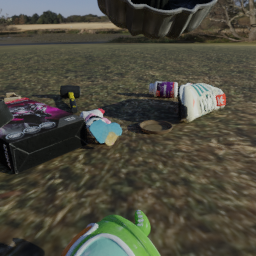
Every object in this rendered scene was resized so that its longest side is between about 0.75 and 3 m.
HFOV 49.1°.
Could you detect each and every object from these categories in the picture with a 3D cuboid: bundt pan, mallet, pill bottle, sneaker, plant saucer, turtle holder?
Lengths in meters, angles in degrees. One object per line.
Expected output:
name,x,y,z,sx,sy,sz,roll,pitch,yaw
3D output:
bundt pan,0.419,-2.253,4.579,2.148,0.806,2.148,4,58,-6
mallet,-1.962,-1.072,10.423,0.810,0.506,2.461,-4,25,-22
pill bottle,1.442,-1.567,11.376,1.109,0.623,0.623,4,20,12
sneaker,2.423,-0.934,9.028,1.366,1.029,2.922,1,17,20
plant saucer,0.791,-0.020,7.864,0.943,0.139,0.943,0,19,0
turtle holder,-0.114,1.557,2.525,0.985,1.387,1.054,-16,-9,-39

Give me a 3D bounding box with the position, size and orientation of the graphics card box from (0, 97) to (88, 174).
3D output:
graphics card box,-2.624,0.002,6.877,2.982,0.758,1.870,20,30,41

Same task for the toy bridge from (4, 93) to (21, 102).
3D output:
toy bridge,-4.309,-1.030,10.474,0.575,0.233,1.711,-6,21,-17

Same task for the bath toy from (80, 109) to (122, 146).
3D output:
bath toy,-0.730,-0.091,7.215,0.699,0.822,1.891,-34,21,-8

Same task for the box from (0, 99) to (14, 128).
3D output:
box,-4.021,0.087,5.804,2.417,0.574,2.334,14,49,36
